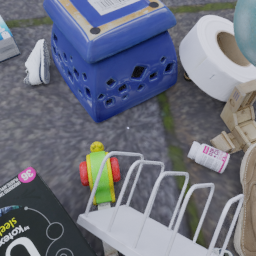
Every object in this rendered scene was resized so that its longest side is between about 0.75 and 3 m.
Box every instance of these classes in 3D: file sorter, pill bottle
[{"bbox_3d":[0.619,1.425,4.918,2.279,1.581,1.419,20,93,31],"label":"file sorter"},{"bbox_3d":[1.893,0.674,6.624,0.869,0.492,0.492,23,61,14],"label":"pill bottle"}]

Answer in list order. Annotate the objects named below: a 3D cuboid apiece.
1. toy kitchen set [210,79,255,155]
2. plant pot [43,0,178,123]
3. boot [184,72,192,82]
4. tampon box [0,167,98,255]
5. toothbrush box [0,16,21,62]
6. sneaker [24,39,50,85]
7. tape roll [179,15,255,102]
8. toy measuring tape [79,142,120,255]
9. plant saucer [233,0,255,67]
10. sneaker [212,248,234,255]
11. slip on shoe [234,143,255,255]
[{"bbox_3d":[2.689,-0.046,6.587,1.199,1.326,1.470,-19,61,-10],"label":"toy kitchen set"},{"bbox_3d":[-0.431,-2.251,7.269,2.757,2.479,2.757,-28,61,-16],"label":"plant pot"},{"bbox_3d":[2.184,-1.772,7.967,1.118,0.774,0.433,-22,61,-14],"label":"boot"},{"bbox_3d":[-1.543,2.641,4.611,2.212,1.864,2.952,-36,65,-20],"label":"tampon box"},{"bbox_3d":[-4.316,-2.812,8.617,1.281,0.746,1.750,-29,63,-17],"label":"toothbrush box"},{"bbox_3d":[-2.681,-1.971,8.224,0.659,0.625,1.636,-10,57,5],"label":"sneaker"},{"bbox_3d":[2.537,-1.856,7.460,2.339,0.818,2.339,14,57,-22],"label":"tape roll"},{"bbox_3d":[-0.540,1.381,5.962,0.955,0.955,2.596,-8,59,-5],"label":"toy measuring tape"},{"bbox_3d":[2.586,-1.579,4.145,2.009,2.009,0.387,24,43,14],"label":"plant saucer"},{"bbox_3d":[1.576,3.180,4.940,0.755,0.732,2.068,6,59,4],"label":"sneaker"},{"bbox_3d":[2.819,1.430,5.775,0.968,0.772,2.547,26,66,-5],"label":"slip on shoe"}]
